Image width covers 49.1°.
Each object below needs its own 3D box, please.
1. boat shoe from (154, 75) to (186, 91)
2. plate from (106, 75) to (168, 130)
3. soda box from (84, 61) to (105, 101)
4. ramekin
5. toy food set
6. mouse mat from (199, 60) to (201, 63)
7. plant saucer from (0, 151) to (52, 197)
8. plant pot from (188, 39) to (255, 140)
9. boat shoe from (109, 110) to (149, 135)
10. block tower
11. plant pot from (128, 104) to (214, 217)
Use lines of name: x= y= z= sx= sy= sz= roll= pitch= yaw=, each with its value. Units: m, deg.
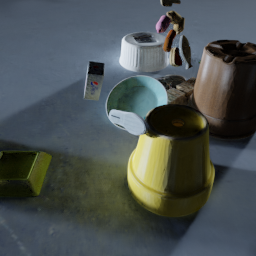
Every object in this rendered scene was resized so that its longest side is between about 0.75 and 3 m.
boat shoe: x=1.344 y=-1.863 z=12.520 sx=2.470 sy=0.826 sz=0.704 roll=0 pitch=43 yaw=9
plate: x=0.342 y=-0.959 z=10.976 sx=2.466 sy=0.315 sz=2.466 roll=-6 pitch=65 yaw=12
soda box: x=-0.914 y=-1.229 z=7.508 sx=0.437 sy=1.281 sz=0.406 roll=6 pitch=65 yaw=-10
ramekin: x=0.898 y=-4.191 z=15.166 sx=2.734 sy=1.333 sz=2.734 roll=0 pitch=37 yaw=0
toy food set: x=1.360 y=-2.788 z=8.571 sx=0.330 sy=2.097 sz=1.333 roll=1 pitch=16 yaw=46
mouse mat: x=4.956 y=-3.347 z=14.276 sx=2.274 sy=0.086 sz=1.830 roll=21 pitch=40 yaw=29
plant saucer: x=-3.426 y=1.268 z=8.549 sx=1.786 sy=0.428 sz=1.789 roll=0 pitch=37 yaw=1
plant pot: x=3.683 y=-1.527 z=10.326 sx=2.861 sy=2.832 sz=2.861 roll=0 pitch=37 yaw=0
boat shoe: x=0.081 y=-0.198 z=7.165 sx=0.434 sy=0.504 sz=1.401 roll=-3 pitch=21 yaw=-41
block tower: x=2.207 y=-1.338 z=11.845 sx=2.593 sy=0.749 sz=0.700 roll=-31 pitch=47 yaw=-32
plant pot: x=1.233 y=0.722 z=7.709 sx=2.472 sy=2.326 sz=2.472 roll=1 pitch=37 yaw=-1
